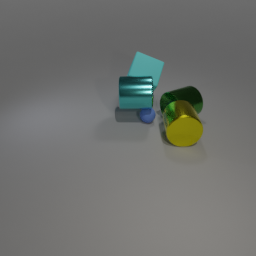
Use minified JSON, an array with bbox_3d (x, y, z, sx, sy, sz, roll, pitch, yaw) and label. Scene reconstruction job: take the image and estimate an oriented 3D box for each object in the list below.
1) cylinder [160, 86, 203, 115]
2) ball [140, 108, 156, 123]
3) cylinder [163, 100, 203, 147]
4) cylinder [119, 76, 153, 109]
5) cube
[{"bbox_3d":[2.390,-1.073,12.604,1.400,1.400,1.400,-19,36,-28],"label":"cylinder"},{"bbox_3d":[0.877,-0.588,12.450,0.700,0.700,0.700,0,31,0],"label":"ball"},{"bbox_3d":[2.151,-0.197,11.172,1.400,1.400,1.400,0,31,0],"label":"cylinder"},{"bbox_3d":[0.337,-1.505,11.921,1.400,1.400,1.400,-1,31,2],"label":"cylinder"},{"bbox_3d":[0.716,-2.485,13.371,1.400,1.400,1.400,21,68,-6],"label":"cube"}]
